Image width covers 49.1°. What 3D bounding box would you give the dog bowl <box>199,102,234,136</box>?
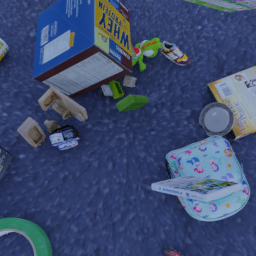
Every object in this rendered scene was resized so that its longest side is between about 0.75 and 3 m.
[{"bbox_3d":[2.976,-0.260,9.317,1.160,0.340,1.160,-5,81,35],"label":"dog bowl"}]

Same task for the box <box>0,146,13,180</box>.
[{"bbox_3d":[-4.211,1.284,8.536,0.380,1.175,1.490,19,69,7],"label":"box"}]

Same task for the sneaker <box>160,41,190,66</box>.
[{"bbox_3d":[1.782,-2.808,10.508,1.252,0.564,0.469,29,71,11],"label":"sneaker"}]

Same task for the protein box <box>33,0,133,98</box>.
[{"bbox_3d":[-1.487,-2.836,9.213,2.655,1.791,2.636,-17,64,31],"label":"protein box"}]

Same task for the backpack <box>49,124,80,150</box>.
[{"bbox_3d":[-2.064,0.336,9.119,0.906,0.951,0.733,-9,83,-3],"label":"backpack"}]

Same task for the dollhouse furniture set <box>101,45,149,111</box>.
[{"bbox_3d":[-0.342,-1.884,9.465,1.354,1.046,2.710,-29,78,32],"label":"dollhouse furniture set"}]

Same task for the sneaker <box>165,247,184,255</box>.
[{"bbox_3d":[1.450,3.872,7.917,1.106,0.391,0.540,36,70,12],"label":"sneaker"}]

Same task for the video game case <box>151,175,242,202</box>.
[{"bbox_3d":[1.436,1.225,5.844,1.426,1.300,0.157,0,91,-44],"label":"video game case"}]

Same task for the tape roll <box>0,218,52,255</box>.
[{"bbox_3d":[-3.369,3.776,7.864,2.378,0.572,2.378,0,69,0],"label":"tape roll"}]

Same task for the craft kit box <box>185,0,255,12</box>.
[{"bbox_3d":[2.609,-3.509,7.275,2.071,2.045,0.502,2,102,-26],"label":"craft kit box"}]

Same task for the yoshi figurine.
[{"bbox_3d":[0.420,-2.722,10.469,1.786,1.004,1.000,-24,29,5],"label":"yoshi figurine"}]

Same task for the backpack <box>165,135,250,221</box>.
[{"bbox_3d":[2.360,1.513,8.228,2.055,1.743,2.315,-19,75,-4],"label":"backpack"}]

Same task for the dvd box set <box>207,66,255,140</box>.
[{"bbox_3d":[4.557,-1.084,9.660,2.980,0.438,2.180,-22,68,-1],"label":"dvd box set"}]

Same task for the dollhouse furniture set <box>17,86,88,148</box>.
[{"bbox_3d":[-2.276,-0.016,8.840,1.347,1.573,1.654,33,70,13],"label":"dollhouse furniture set"}]

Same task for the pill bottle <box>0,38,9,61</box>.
[{"bbox_3d":[-5.182,-2.581,10.249,0.874,0.874,1.574,22,69,9],"label":"pill bottle"}]
